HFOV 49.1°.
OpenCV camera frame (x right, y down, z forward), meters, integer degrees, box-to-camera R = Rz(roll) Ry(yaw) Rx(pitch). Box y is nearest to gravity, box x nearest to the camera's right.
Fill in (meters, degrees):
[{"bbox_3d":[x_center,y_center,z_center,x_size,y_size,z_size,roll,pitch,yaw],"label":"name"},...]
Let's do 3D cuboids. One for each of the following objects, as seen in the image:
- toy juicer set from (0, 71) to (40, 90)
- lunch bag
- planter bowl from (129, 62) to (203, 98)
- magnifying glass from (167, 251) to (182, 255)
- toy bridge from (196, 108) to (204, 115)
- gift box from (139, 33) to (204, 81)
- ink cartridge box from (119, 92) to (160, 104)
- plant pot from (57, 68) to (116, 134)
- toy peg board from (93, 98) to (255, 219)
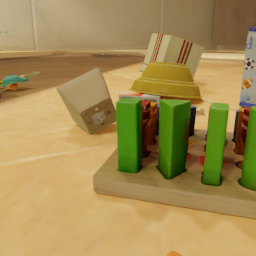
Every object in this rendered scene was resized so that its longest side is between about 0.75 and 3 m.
[{"bbox_3d":[-4.995,-1.868,11.904,1.429,0.611,2.246,-8,12,44],"label":"toy juicer set"},{"bbox_3d":[5.132,-1.740,8.344,2.933,2.493,1.816,12,22,35],"label":"lunch bag"},{"bbox_3d":[1.401,-1.776,10.031,2.669,1.112,2.669,6,11,-1],"label":"planter bowl"},{"bbox_3d":[0.014,1.486,2.281,0.592,0.167,1.487,15,23,39],"label":"magnifying glass"},{"bbox_3d":[1.611,-0.475,8.167,1.211,0.165,0.407,3,19,8],"label":"toy bridge"},{"bbox_3d":[1.706,-2.946,12.438,2.242,2.094,2.069,10,16,-21],"label":"gift box"},{"bbox_3d":[0.439,-1.120,9.746,1.354,0.419,1.669,2,21,5],"label":"ink cartridge box"},{"bbox_3d":[-0.839,-0.539,6.636,1.129,1.128,0.999,-29,47,-10],"label":"plant pot"},{"bbox_3d":[1.152,0.037,4.766,2.735,1.338,2.724,6,19,16],"label":"toy peg board"}]
